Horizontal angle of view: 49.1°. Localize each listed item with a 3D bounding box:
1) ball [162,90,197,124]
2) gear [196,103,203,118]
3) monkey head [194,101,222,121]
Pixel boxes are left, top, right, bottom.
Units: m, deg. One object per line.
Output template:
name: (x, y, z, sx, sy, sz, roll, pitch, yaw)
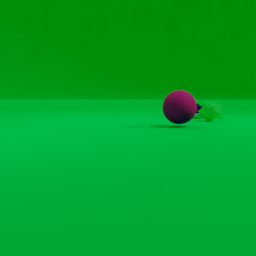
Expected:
ball: (1.375, -0.553, 7.482, 0.906, 0.906, 0.906, 0, 6, 0)
gear: (2.456, -0.735, 10.717, 1.095, 0.203, 1.095, 10, 26, -5)
monkey head: (2.738, -0.478, 9.157, 1.049, 0.632, 0.755, 3, 33, -15)
